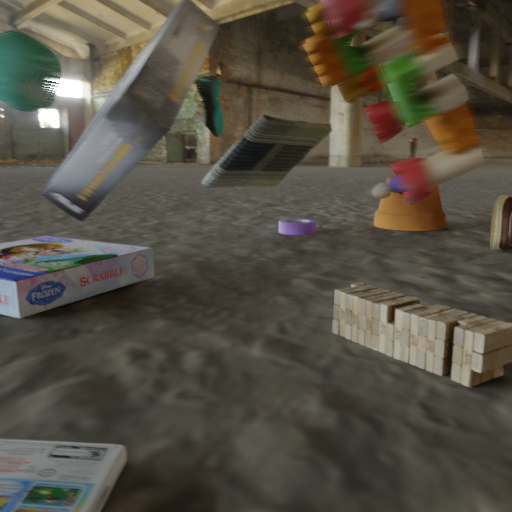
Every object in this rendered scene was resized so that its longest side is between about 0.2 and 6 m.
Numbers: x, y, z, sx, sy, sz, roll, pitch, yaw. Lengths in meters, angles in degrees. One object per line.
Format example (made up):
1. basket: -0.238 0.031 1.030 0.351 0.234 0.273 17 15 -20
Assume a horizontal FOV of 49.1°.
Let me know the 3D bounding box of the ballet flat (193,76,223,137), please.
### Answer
1. ballet flat: -0.893 -2.793 10.383 0.495 0.492 1.446 12 -29 6

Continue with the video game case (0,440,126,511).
1. video game case: -1.481 1.335 2.982 1.272 0.151 1.157 2 12 3

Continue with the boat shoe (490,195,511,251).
1. boat shoe: 5.220 -0.606 10.643 1.030 1.032 2.860 7 7 37

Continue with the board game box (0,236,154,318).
1. board game box: -3.094 0.187 7.847 2.354 0.484 2.348 6 13 29

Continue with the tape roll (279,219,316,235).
1. tape roll: 0.930 -0.665 12.677 0.839 0.275 0.839 0 12 0

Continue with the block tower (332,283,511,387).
1. block tower: 1.469 0.691 5.315 0.528 0.493 1.825 -6 12 -33

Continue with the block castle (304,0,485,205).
1. block castle: 1.588 -2.483 7.334 1.557 3.320 2.218 -24 43 15

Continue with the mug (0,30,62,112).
1. mug: -3.308 -2.640 8.230 0.765 1.017 1.237 34 21 15

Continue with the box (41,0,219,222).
1. box: -2.465 -3.038 11.413 3.238 0.988 4.088 -35 30 37

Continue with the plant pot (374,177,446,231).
1. plant pot: 3.721 -1.296 13.544 1.683 1.178 1.683 -1 11 0

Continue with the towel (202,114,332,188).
1. towel: 0.195 -1.812 9.837 1.882 0.325 1.812 -7 -27 -47
